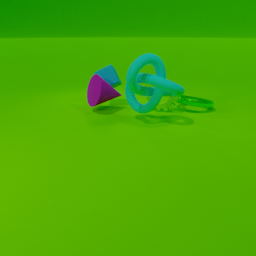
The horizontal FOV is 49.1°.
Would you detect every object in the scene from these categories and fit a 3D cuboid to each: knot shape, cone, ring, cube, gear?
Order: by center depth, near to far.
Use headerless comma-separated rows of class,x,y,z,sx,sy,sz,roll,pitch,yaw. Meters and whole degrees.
knot shape,0.613,-1.238,8.790,1.967,1.840,0.909,31,45,-23
gear,1.235,-1.203,10.161,1.170,1.170,0.216,8,24,21
cone,-0.735,-1.294,10.347,1.190,1.186,1.186,5,15,-32
ring,2.504,-1.013,10.643,1.509,0.302,1.509,9,10,-2
cube,-0.775,-1.946,11.031,0.746,0.746,0.746,-25,-2,8
